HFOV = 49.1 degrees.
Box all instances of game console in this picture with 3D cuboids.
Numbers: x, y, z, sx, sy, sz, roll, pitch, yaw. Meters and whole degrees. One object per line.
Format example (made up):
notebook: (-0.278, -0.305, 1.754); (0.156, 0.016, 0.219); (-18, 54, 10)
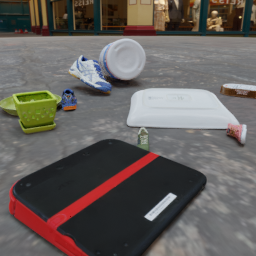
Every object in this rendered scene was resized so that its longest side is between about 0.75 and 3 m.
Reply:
game console: (-0.267, 0.958, 4.399); (2.235, 0.392, 2.527); (21, 30, 32)

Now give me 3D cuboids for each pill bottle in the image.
pill bottle: (-0.374, -2.983, 12.347); (1.631, 1.631, 2.906); (-5, 14, -12)

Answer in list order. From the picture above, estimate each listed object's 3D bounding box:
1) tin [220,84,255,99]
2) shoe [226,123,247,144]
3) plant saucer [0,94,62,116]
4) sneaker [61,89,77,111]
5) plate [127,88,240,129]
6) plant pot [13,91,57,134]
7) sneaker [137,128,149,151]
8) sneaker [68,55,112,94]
tin: (4.254, -1.376, 10.317); (1.643, 0.344, 0.920); (11, 20, 26)
shoe: (2.510, 0.116, 6.511); (0.429, 0.337, 0.943); (7, 17, 20)
plant saucer: (-2.984, -0.724, 8.675); (1.837, 0.285, 1.837); (1, 21, 0)
sneaker: (-1.890, -1.008, 9.010); (0.540, 0.562, 1.433); (-5, 22, -16)
plate: (1.502, -0.716, 8.404); (2.934, 0.474, 2.928); (1, 22, 4)
plant pot: (-2.327, -0.399, 7.076); (0.929, 0.848, 0.934); (-10, 24, -26)
sneaker: (0.323, 0.251, 6.089); (0.267, 0.358, 0.796); (0, 22, 1)
sneaker: (-1.357, -2.095, 10.621); (2.250, 0.992, 0.847); (34, 4, 31)
